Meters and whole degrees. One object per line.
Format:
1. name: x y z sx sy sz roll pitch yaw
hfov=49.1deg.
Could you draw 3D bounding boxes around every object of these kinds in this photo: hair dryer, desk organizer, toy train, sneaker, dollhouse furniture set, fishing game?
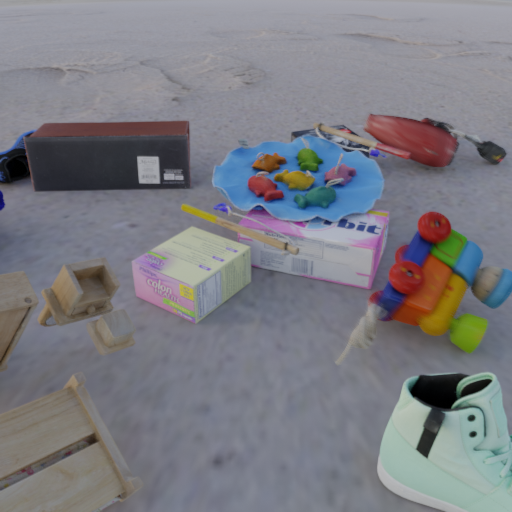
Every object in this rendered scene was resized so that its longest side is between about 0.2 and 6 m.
1. hair dryer: 4.133 -2.872 13.851 3.391 0.921 2.582 6 24 -26
2. desk organizer: -3.177 -2.289 12.580 3.438 1.233 1.324 -1 28 -2
3. toy train: 2.359 0.817 7.609 1.586 1.160 2.741 31 62 10
4. sneaker: -5.375 -2.286 13.089 0.854 0.769 2.192 15 40 19
5. dollhouse furniture set: -2.302 2.029 5.901 2.909 1.666 3.412 -15 65 -47
6. fishing game: 0.782 -1.619 10.282 3.207 0.696 4.479 26 43 31
7. sneaker: 2.442 1.890 5.268 2.432 1.435 0.895 11 31 15

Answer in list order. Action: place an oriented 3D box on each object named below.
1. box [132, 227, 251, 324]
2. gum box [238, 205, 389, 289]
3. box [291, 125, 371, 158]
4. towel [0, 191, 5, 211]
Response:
1. box: -0.975 0.252 8.779 1.244 0.683 1.414 19 35 29
2. gum box: 0.930 -0.331 9.622 2.433 0.805 1.381 11 33 17
3. box: 1.732 -2.458 13.237 1.447 0.753 1.318 -12 37 -19
4. towel: -6.782 -0.248 9.470 4.173 1.034 3.081 2 37 3
